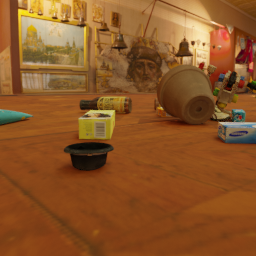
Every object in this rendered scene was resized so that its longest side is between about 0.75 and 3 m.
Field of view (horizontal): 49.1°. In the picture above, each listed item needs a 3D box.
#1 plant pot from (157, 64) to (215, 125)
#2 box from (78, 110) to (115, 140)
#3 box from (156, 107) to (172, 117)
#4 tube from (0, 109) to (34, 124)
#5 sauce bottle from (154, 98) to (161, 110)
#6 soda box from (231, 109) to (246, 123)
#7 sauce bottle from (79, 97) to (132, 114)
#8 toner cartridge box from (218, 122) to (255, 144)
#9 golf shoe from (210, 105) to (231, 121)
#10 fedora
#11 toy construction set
[{"bbox_3d":[2.610,-1.186,11.826,2.441,2.441,2.128,-1,30,-8],"label":"plant pot"},{"bbox_3d":[-0.980,-0.182,9.581,1.022,0.680,2.715,0,8,-1],"label":"box"},{"bbox_3d":[2.611,-0.836,14.606,2.057,0.427,1.224,1,9,-7],"label":"box"},{"bbox_3d":[-5.166,-0.499,11.936,1.057,0.688,2.729,9,6,8],"label":"tube"},{"bbox_3d":[2.839,-1.410,16.932,2.478,0.818,0.818,2,9,2],"label":"sauce bottle"},{"bbox_3d":[4.846,-0.526,12.326,0.464,0.491,1.446,3,9,17],"label":"soda box"},{"bbox_3d":[-1.279,-1.277,15.835,2.962,0.978,0.978,-1,9,14],"label":"sauce bottle"},{"bbox_3d":[3.853,0.138,8.183,2.187,0.472,1.039,1,9,5],"label":"toner cartridge box"},{"bbox_3d":[3.987,-0.680,12.789,0.601,0.686,1.557,-5,12,-32],"label":"golf shoe"},{"bbox_3d":[-0.767,0.568,5.546,0.989,0.452,0.989,1,9,0],"label":"fedora"},{"bbox_3d":[4.227,-1.593,13.184,2.970,2.282,2.477,17,23,-10],"label":"toy construction set"}]
